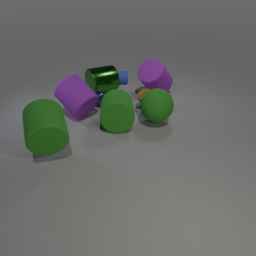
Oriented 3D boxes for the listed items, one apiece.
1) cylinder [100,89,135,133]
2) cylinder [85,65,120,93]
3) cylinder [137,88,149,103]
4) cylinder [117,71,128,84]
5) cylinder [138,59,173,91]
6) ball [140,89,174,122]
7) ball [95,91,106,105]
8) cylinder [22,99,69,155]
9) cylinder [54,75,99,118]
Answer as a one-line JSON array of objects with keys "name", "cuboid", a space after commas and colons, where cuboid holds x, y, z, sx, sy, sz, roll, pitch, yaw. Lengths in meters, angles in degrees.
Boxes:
[{"name": "cylinder", "cuboid": [-0.456, -0.719, 11.701, 1.400, 1.400, 1.400, -1, 30, -2]}, {"name": "cylinder", "cuboid": [-1.372, -2.516, 14.734, 1.400, 1.400, 1.400, -16, 34, -27]}, {"name": "cylinder", "cuboid": [0.868, -1.386, 13.239, 0.700, 0.700, 0.700, -17, 48, 20]}, {"name": "cylinder", "cuboid": [-0.366, -2.908, 16.085, 0.700, 0.700, 0.700, -1, 31, -5]}, {"name": "cylinder", "cuboid": [1.410, -2.596, 14.367, 1.400, 1.400, 1.400, -12, 63, 25]}, {"name": "ball", "cuboid": [1.218, -0.947, 11.751, 1.400, 1.400, 1.400, 0, 31, 0]}, {"name": "ball", "cuboid": [-1.354, -1.447, 13.521, 0.700, 0.700, 0.700, 0, 31, 0]}, {"name": "cylinder", "cuboid": [-2.808, -0.037, 9.520, 1.400, 1.400, 1.400, -10, 48, -16]}, {"name": "cylinder", "cuboid": [-2.263, -1.385, 12.362, 1.400, 1.400, 1.400, 47, 46, 10]}]
